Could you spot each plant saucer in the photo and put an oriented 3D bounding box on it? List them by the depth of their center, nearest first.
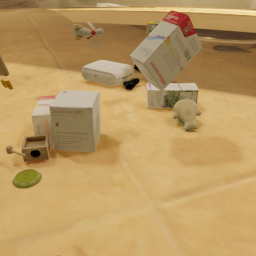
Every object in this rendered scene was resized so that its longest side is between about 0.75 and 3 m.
[{"bbox_3d":[-2.799,1.370,7.755,0.785,0.122,0.785,0,30,0],"label":"plant saucer"}]

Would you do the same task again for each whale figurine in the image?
[{"bbox_3d":[2.221,-0.418,10.523,1.094,0.713,1.375,-9,54,-1],"label":"whale figurine"}]

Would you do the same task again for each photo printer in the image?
[{"bbox_3d":[-0.965,-2.881,14.588,2.263,0.786,1.883,16,32,26],"label":"photo printer"}]

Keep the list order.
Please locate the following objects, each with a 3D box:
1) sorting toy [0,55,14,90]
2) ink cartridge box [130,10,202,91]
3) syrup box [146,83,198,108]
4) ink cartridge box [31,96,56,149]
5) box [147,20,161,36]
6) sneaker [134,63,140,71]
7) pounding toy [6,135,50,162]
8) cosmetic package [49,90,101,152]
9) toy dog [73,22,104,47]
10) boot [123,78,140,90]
[{"bbox_3d":[-2.436,-1.150,5.267,0.645,0.866,0.116,13,41,42],"label":"sorting toy"},{"bbox_3d":[1.193,-2.363,8.676,1.945,1.417,0.805,-47,48,-2],"label":"ink cartridge box"},{"bbox_3d":[1.833,-1.382,11.888,2.108,0.830,0.859,0,30,1],"label":"syrup box"},{"bbox_3d":[-2.794,-0.222,9.553,0.650,1.121,1.925,-3,30,-5],"label":"ink cartridge box"},{"bbox_3d":[1.530,-3.793,14.052,1.013,2.891,0.929,16,33,28],"label":"box"},{"bbox_3d":[1.230,-3.686,15.990,1.984,0.751,1.146,-13,33,23],"label":"sneaker"},{"bbox_3d":[-3.005,0.735,8.439,1.192,0.545,1.047,-5,30,-10],"label":"pounding toy"},{"bbox_3d":[-1.640,-0.252,9.105,1.339,1.601,1.331,2,30,4],"label":"cosmetic package"},{"bbox_3d":[-1.827,-4.134,12.112,1.379,0.910,0.664,12,19,-35],"label":"toy dog"},{"bbox_3d":[0.232,-2.133,13.711,0.891,0.340,0.748,-13,28,-9],"label":"boot"}]
